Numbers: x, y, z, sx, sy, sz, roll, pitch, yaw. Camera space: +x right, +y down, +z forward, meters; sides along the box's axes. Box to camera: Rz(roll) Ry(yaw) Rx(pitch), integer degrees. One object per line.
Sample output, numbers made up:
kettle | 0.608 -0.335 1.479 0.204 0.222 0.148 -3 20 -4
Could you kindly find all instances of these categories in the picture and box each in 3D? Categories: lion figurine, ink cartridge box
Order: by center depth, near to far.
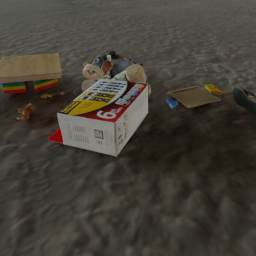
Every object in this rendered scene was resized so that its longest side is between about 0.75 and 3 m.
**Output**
ink cartridge box | -0.952 -0.550 9.309 2.525 1.206 2.876 10 33 20
lion figurine | -3.725 -0.518 10.200 0.572 0.338 0.934 2 46 -11

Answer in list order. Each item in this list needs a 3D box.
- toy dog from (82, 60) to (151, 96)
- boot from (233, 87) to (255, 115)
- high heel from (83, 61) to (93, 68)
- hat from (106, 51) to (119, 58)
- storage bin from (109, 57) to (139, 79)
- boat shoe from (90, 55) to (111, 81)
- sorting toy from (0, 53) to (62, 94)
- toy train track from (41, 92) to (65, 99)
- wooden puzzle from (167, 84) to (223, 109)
toy dog | -0.405 -2.097 11.484 2.860 1.886 1.377 10 55 -1
boot | 4.971 -1.103 10.817 1.239 0.592 1.640 -9 39 -17
high heel | -1.584 -3.395 14.391 1.019 0.510 1.429 22 48 21
hat | -0.865 -4.205 15.868 0.798 0.322 0.798 1 32 -1
storage bin | -0.168 -2.498 12.520 1.089 1.180 1.621 -19 32 -11
boat shoe | -1.307 -2.693 12.826 0.846 1.025 2.737 1 37 3
sorting toy | -4.324 -2.425 12.540 2.605 0.912 2.621 -7 33 -12
toy train track | -3.084 -1.324 11.555 1.002 0.163 0.574 -18 27 -35
wooden puzzle | 2.660 -1.243 11.320 2.652 0.310 1.789 -10 30 -16
